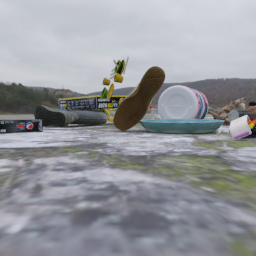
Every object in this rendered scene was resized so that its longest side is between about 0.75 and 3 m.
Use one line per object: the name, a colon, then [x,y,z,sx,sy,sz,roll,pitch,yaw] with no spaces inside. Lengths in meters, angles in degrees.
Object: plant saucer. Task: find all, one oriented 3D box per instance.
plant saucer: [1.852,-0.085,9.822,2.898,0.397,2.898,-1,4,0]

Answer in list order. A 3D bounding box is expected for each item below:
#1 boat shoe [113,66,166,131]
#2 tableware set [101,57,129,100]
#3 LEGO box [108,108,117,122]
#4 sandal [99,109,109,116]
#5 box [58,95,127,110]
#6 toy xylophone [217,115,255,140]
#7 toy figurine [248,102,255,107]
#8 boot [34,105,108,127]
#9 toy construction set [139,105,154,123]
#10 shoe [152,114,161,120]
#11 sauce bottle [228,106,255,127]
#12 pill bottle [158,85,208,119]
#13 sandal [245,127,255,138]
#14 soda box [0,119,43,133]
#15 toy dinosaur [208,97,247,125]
boat shoe: [0.432,-0.965,9.604,0.922,2.515,0.788,40,13,1]
tableware set: [-0.680,-1.988,11.601,0.371,1.630,2.419,16,-6,-19]
LEGO box: [-0.670,-0.889,17.418,0.528,1.019,1.368,-2,5,-38]
sandal: [-1.996,-0.609,16.092,1.812,0.720,0.789,-10,38,13]
box: [-1.852,-1.330,14.969,2.961,0.731,2.364,1,4,40]
toy xylophone: [2.880,-0.004,7.412,0.913,0.313,1.247,-26,2,35]
toy figurine: [7.518,-0.888,15.003,1.912,1.330,1.883,-1,4,-9]
boot: [-2.645,-0.574,13.124,2.438,0.973,2.681,17,18,31]
toy construction set: [0.588,-0.770,15.503,1.835,1.410,1.530,-17,-39,-8]
shoe: [1.886,-0.547,15.824,0.705,0.538,2.017,-1,4,-15]
sauce bottle: [5.721,-0.497,12.341,2.931,0.948,0.948,-4,5,-26]
pill bottle: [2.743,-0.986,13.083,1.783,1.783,2.981,2,4,28]
sandal: [3.426,0.103,7.641,1.267,0.303,0.476,-1,4,-18]
soda box: [-3.585,-0.074,9.399,1.351,0.428,0.478,-1,3,-27]
toy dinosaur: [5.131,-0.704,14.136,2.951,1.266,2.000,-16,-1,-18]
